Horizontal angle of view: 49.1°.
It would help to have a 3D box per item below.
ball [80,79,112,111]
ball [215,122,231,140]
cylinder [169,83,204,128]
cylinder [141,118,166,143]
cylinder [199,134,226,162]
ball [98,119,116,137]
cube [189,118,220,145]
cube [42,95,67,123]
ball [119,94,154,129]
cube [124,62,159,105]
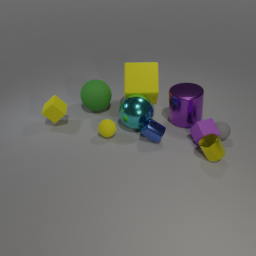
[{"bbox_3d":[-1.435,-1.482,12.587,1.400,1.400,1.400,0,32,0],"label":"ball"},{"bbox_3d":[3.575,0.110,10.761,0.700,0.700,0.700,0,32,0],"label":"ball"},{"bbox_3d":[2.408,-0.964,11.665,1.400,1.400,1.400,-5,35,3],"label":"cylinder"},{"bbox_3d":[0.945,0.084,10.564,0.700,0.700,0.700,32,32,-10],"label":"cylinder"},{"bbox_3d":[2.900,0.672,9.644,0.700,0.700,0.700,-27,27,15],"label":"cylinder"},{"bbox_3d":[-0.810,0.008,10.881,0.700,0.700,0.700,0,32,0],"label":"ball"},{"bbox_3d":[2.842,0.140,10.429,0.700,0.700,0.700,-15,71,-21],"label":"cube"},{"bbox_3d":[-2.997,-0.770,11.475,0.700,0.700,0.700,-36,33,22],"label":"cube"},{"bbox_3d":[0.342,-0.647,11.277,1.400,1.400,1.400,0,32,0],"label":"ball"},{"bbox_3d":[0.570,-1.886,12.116,1.400,1.400,1.400,0,74,2],"label":"cube"}]
